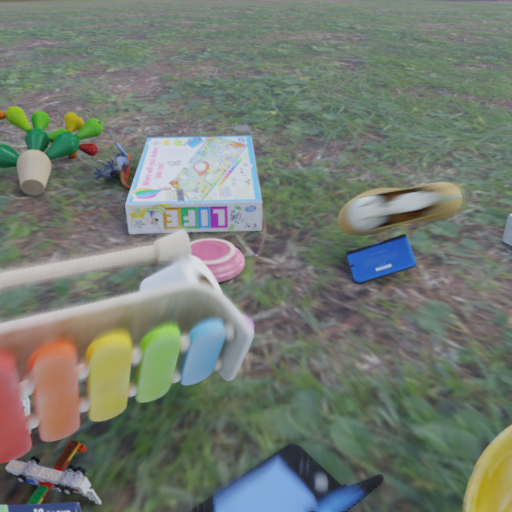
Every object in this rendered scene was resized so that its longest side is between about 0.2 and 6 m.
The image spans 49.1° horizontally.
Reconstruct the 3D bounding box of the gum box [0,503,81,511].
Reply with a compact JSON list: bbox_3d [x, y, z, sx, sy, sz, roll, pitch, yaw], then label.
[{"bbox_3d":[-2.241,2.775,3.989,1.616,0.424,1.902,-1,38,-2],"label":"gum box"}]

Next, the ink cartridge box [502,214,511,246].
[{"bbox_3d":[5.032,-0.430,9.471,1.313,0.544,0.964,-16,34,-25],"label":"ink cartridge box"}]

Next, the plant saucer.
[{"bbox_3d":[-0.758,0.035,8.907,1.149,0.291,1.149,0,29,0],"label":"plant saucer"}]

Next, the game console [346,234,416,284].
[{"bbox_3d":[1.961,0.041,8.847,0.965,0.571,0.824,-18,60,11],"label":"game console"}]

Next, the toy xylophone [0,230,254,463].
[{"bbox_3d":[-1.473,0.883,5.086,3.009,2.203,0.756,-18,58,-19],"label":"toy xylophone"}]

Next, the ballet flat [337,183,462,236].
[{"bbox_3d":[2.034,-0.758,8.608,2.100,0.721,0.662,-13,-7,39],"label":"ballet flat"}]

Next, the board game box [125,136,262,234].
[{"bbox_3d":[-1.179,-1.555,11.312,2.379,0.606,3.539,-1,31,-3],"label":"board game box"}]

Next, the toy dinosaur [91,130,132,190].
[{"bbox_3d":[-3.001,-1.928,12.261,1.535,0.806,1.393,50,23,1],"label":"toy dinosaur"}]

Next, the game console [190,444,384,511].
[{"bbox_3d":[0.190,2.111,4.814,1.379,0.802,1.213,-23,37,-30],"label":"game console"}]

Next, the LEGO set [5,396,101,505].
[{"bbox_3d":[-2.342,2.133,5.530,1.341,0.441,1.795,-22,34,-12],"label":"LEGO set"}]

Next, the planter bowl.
[{"bbox_3d":[2.920,2.605,3.511,3.352,1.396,3.352,-1,31,0],"label":"planter bowl"}]

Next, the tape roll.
[{"bbox_3d":[-0.857,0.558,6.755,0.655,0.954,0.954,-26,27,15],"label":"tape roll"}]

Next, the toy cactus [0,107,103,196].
[{"bbox_3d":[-4.750,-2.168,12.005,2.920,1.493,2.410,-4,49,-12],"label":"toy cactus"}]
